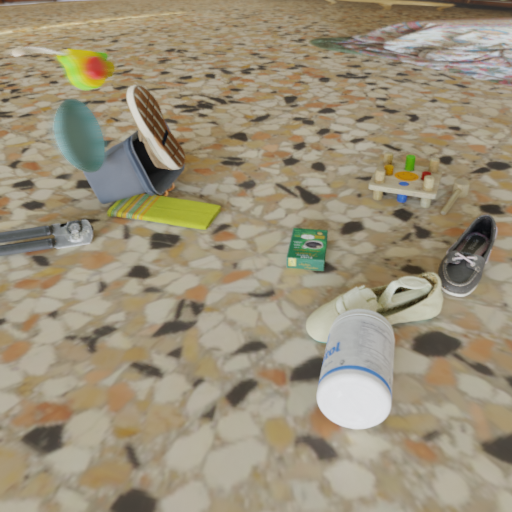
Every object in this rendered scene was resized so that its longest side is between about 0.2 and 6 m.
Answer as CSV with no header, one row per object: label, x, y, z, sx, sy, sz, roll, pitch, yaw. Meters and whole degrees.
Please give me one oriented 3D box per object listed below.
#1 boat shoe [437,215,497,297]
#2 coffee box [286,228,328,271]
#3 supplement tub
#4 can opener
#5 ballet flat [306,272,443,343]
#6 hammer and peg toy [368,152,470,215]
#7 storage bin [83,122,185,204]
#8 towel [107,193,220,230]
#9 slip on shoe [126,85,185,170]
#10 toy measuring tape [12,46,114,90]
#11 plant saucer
boat shoe,4.217,-0.081,11.138,0.822,0.701,2.459,19,37,27
coffee box,1.072,-0.150,11.645,0.784,0.280,1.275,4,32,7
supplement tub,1.480,1.617,8.159,1.026,1.026,1.556,7,32,11
can opener,-4.502,-0.373,11.955,2.021,0.539,0.676,-10,1,-14
ballet flat,2.075,0.792,9.562,2.583,0.897,0.897,-12,34,-18
hammer and peg toy,4.052,-1.845,13.822,2.302,0.812,1.693,12,34,18
storage bin,-2.961,-2.141,13.723,1.615,1.750,2.404,-17,23,19
towel,-2.159,-1.038,13.158,2.494,0.225,1.073,9,37,14
slip on shoe,-2.050,-2.414,10.823,0.585,1.931,0.734,-2,57,25
toy measuring tape,-3.228,-3.210,9.675,0.693,0.693,1.883,24,26,33
plant saucer,-3.750,-2.484,11.739,0.279,1.552,1.552,-9,29,19
